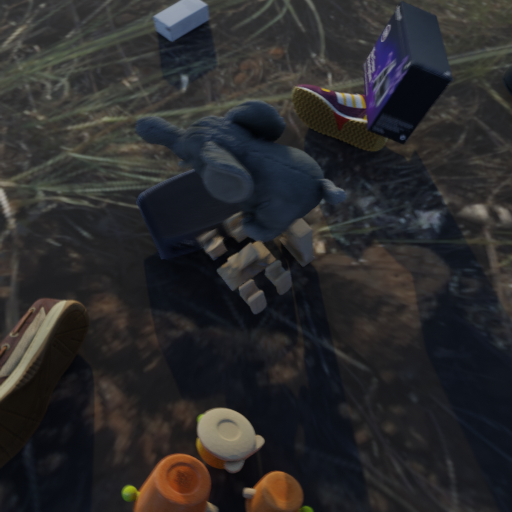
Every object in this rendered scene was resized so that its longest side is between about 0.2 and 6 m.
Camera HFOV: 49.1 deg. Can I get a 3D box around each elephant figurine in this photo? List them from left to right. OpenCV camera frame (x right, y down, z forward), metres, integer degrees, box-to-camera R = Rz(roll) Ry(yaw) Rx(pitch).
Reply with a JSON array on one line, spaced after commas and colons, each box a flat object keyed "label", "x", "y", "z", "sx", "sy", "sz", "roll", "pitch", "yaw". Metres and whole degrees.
[{"label": "elephant figurine", "x": -0.270, "y": -1.278, "z": 7.449, "sx": 1.726, "sy": 2.225, "sz": 1.574, "roll": -39, "pitch": 34, "yaw": 21}]

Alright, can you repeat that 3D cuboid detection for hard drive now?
[{"label": "hard drive", "x": -0.806, "y": -0.852, "z": 9.094, "sx": 2.031, "sy": 0.430, "sz": 1.370, "roll": -21, "pitch": 61, "yaw": -14}]

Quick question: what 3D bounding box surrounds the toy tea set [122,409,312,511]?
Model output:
[{"label": "toy tea set", "x": -0.129, "y": 3.299, "z": 6.580, "sx": 2.963, "sy": 1.097, "sz": 1.762, "roll": 41, "pitch": 37, "yaw": 25}]

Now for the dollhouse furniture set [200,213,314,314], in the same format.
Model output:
[{"label": "dollhouse furniture set", "x": 0.125, "y": 0.023, "z": 8.530, "sx": 1.427, "sy": 0.929, "sz": 1.311, "roll": -35, "pitch": 64, "yaw": -10}]

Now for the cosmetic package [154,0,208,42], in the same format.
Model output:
[{"label": "cosmetic package", "x": -1.588, "y": -5.078, "z": 11.959, "sx": 1.078, "sy": 0.399, "sz": 0.548, "roll": -40, "pitch": 66, "yaw": -20}]

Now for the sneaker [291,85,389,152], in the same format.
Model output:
[{"label": "sneaker", "x": 1.624, "y": -2.659, "z": 10.319, "sx": 2.007, "sy": 0.752, "sz": 0.904, "roll": 32, "pitch": 54, "yaw": 12}]

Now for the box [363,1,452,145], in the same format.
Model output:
[{"label": "box", "x": 2.482, "y": -3.116, "z": 9.489, "sx": 0.781, "sy": 1.398, "sz": 1.981, "roll": 18, "pitch": 49, "yaw": -15}]

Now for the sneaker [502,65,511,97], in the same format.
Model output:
[{"label": "sneaker", "x": 5.824, "y": -3.036, "z": 10.249, "sx": 0.977, "sy": 1.167, "sz": 2.636, "roll": -38, "pitch": 64, "yaw": -20}]

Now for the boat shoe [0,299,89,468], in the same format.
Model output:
[{"label": "boat shoe", "x": -3.330, "y": 1.674, "z": 7.500, "sx": 0.961, "sy": 0.963, "sz": 2.671, "roll": 12, "pitch": 57, "yaw": 21}]
